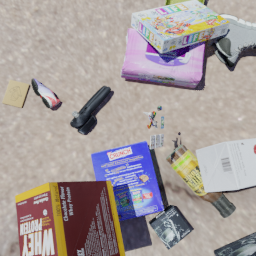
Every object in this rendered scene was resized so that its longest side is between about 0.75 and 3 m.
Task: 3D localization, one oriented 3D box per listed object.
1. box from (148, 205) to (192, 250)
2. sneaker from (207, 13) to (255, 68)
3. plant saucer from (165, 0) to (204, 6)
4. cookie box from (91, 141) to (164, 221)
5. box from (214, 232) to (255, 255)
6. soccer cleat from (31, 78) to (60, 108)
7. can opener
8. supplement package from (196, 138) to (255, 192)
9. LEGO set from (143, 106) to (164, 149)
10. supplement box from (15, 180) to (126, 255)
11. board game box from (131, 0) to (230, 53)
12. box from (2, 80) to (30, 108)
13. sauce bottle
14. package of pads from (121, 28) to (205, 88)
[{"bbox_3d":[1.351,3.194,9.087,0.981,0.608,0.965,-37,83,-7],"label":"box"},{"bbox_3d":[4.303,-2.880,10.105,2.993,1.123,1.728,19,84,14],"label":"sneaker"},{"bbox_3d":[2.168,-4.981,10.571,1.435,0.344,1.433,10,108,2],"label":"plant saucer"},{"bbox_3d":[-0.021,1.753,9.225,1.935,0.850,2.263,-13,79,-2],"label":"cookie box"},{"bbox_3d":[4.012,3.989,8.130,2.194,2.156,1.360,-22,80,-5],"label":"box"},{"bbox_3d":[-2.997,-1.290,10.084,0.496,0.463,1.356,-29,70,-35],"label":"soccer cleat"},{"bbox_3d":[-1.318,-0.737,9.927,0.624,0.774,1.969,22,73,44],"label":"can opener"},{"bbox_3d":[3.513,1.101,8.668,2.264,1.356,1.373,-4,77,-29],"label":"supplement package"},{"bbox_3d":[0.684,-0.030,7.197,0.265,0.808,1.081,4,94,30],"label":"LEGO set"},{"bbox_3d":[-1.382,2.435,6.846,1.364,2.054,2.026,-25,69,33],"label":"supplement box"},{"bbox_3d":[1.774,-3.549,9.568,2.789,0.477,1.875,-22,54,-22],"label":"board game box"},{"bbox_3d":[-4.081,-1.240,10.194,0.759,0.099,0.928,14,80,3],"label":"box"},{"bbox_3d":[2.422,1.747,9.228,0.864,0.864,2.671,-42,81,-7],"label":"sauce bottle"},{"bbox_3d":[1.212,-2.491,9.935,2.815,1.065,1.696,7,79,1],"label":"package of pads"}]
